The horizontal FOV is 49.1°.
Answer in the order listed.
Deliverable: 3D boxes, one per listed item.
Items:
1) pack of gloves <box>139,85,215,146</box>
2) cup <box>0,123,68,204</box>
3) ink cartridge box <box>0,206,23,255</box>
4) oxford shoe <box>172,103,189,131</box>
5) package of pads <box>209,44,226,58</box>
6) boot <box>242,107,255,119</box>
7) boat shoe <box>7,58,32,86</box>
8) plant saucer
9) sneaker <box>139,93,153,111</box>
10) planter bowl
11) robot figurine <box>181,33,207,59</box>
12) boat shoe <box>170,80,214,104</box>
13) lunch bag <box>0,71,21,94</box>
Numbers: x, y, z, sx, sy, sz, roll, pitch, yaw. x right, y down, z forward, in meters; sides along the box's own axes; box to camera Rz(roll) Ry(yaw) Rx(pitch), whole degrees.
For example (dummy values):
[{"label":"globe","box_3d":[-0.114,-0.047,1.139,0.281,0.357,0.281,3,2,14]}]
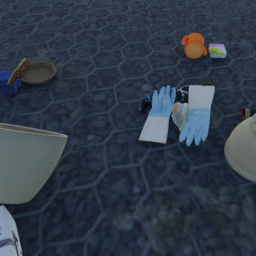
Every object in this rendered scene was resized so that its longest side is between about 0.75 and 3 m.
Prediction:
[{"label":"pack of gloves","box_3d":[1.937,-0.447,10.716,2.373,0.557,2.824,5,56,21]},{"label":"cup","box_3d":[-3.318,0.978,8.036,2.838,2.838,2.030,9,89,9]},{"label":"ink cartridge box","box_3d":[-3.486,3.425,6.539,1.902,1.074,2.591,-20,49,-18]},{"label":"oxford shoe","box_3d":[1.399,-0.317,7.547,0.414,1.433,0.539,11,75,15]},{"label":"package of pads","box_3d":[4.629,-3.978,14.467,0.755,0.333,0.977,3,46,5]},{"label":"boot","box_3d":[5.048,-0.705,11.141,0.923,0.448,1.225,8,52,7]},{"label":"boat shoe","box_3d":[-4.163,-2.104,10.732,0.410,0.437,1.214,34,82,-16]},{"label":"plant saucer","box_3d":[-4.209,-2.555,13.107,1.716,0.253,1.716,0,46,0]},{"label":"sneaker","box_3d":[0.752,-1.073,11.535,0.424,0.379,1.036,16,47,16]},{"label":"planter bowl","box_3d":[4.557,0.436,9.194,2.345,1.578,2.345,1,45,-1]},{"label":"robot figurine","box_3d":[3.356,-4.164,14.212,0.970,1.196,1.663,-16,39,27]},{"label":"boat shoe","box_3d":[2.469,-1.398,11.597,2.451,0.739,0.906,-12,47,-12]},{"label":"lunch bag","box_3d":[-5.264,-2.020,12.188,1.157,0.786,0.766,0,45,0]}]
